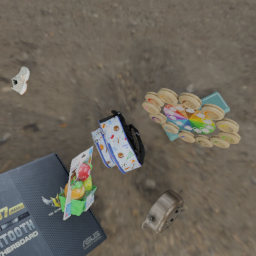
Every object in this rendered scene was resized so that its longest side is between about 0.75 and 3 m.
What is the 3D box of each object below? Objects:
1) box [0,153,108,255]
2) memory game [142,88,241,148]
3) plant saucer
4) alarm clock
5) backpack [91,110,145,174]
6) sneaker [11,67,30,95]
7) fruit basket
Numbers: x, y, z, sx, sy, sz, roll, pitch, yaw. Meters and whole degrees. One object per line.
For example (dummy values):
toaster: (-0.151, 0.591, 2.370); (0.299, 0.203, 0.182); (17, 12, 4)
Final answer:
box: (-1.965, 1.863, 5.062); (2.685, 0.685, 2.117); (-22, 73, -46)
memory game: (1.258, -0.137, 5.837); (2.153, 2.153, 0.137); (25, 73, 11)
plant saucer: (1.721, -0.342, 7.140); (1.810, 0.172, 0.633); (-26, 74, -11)
alarm clock: (0.680, 1.711, 5.548); (0.428, 0.868, 1.287); (37, 27, 32)
backpack: (-0.187, 0.400, 6.269); (0.989, 1.283, 1.223); (-33, 67, 6)
sneaker: (-2.676, -1.231, 6.924); (0.292, 0.355, 0.771); (-23, 58, 34)
fruit basket: (-0.856, 0.986, 5.195); (0.530, 1.047, 1.130); (17, 102, 10)
